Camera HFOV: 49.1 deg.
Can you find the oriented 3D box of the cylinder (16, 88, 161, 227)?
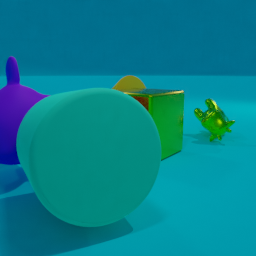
[{"bbox_3d":[-0.511,0.237,3.173,1.313,1.313,1.313,-6,7,-26],"label":"cylinder"}]

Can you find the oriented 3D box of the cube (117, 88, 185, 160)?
[{"bbox_3d":[0.270,-0.115,5.493,1.232,1.232,1.232,9,14,37],"label":"cube"}]

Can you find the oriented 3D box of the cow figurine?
[{"bbox_3d":[2.168,-0.122,6.838,1.314,0.721,1.293,30,25,-43],"label":"cow figurine"}]

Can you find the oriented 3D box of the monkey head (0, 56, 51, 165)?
[{"bbox_3d":[-1.717,-0.056,4.226,1.107,1.837,1.322,17,-5,-42],"label":"monkey head"}]

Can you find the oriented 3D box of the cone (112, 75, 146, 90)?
[{"bbox_3d":[-0.366,-0.576,6.955,1.301,1.296,1.296,1,9,42],"label":"cone"}]
